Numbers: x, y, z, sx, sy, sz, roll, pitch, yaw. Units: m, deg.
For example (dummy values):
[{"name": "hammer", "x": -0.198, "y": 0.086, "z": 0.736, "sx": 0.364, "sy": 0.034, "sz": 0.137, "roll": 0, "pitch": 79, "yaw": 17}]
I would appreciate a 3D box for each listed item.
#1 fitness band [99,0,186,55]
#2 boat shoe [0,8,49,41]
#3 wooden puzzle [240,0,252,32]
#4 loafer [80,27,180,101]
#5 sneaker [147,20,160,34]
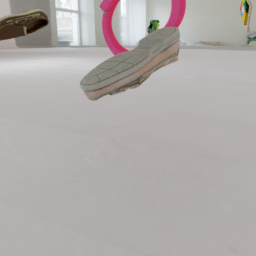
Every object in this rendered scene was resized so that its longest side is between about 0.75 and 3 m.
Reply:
[{"name": "fitness band", "x": 0.219, "y": -2.387, "z": 5.975, "sx": 2.197, "sy": 1.578, "sz": 0.411, "roll": -34, "pitch": 1, "yaw": 45}, {"name": "boat shoe", "x": -2.762, "y": -2.606, "z": 7.194, "sx": 1.521, "sy": 0.562, "sz": 0.563, "roll": -31, "pitch": 60, "yaw": -14}, {"name": "wooden puzzle", "x": 3.969, "y": -4.017, "z": 9.480, "sx": 0.217, "sy": 1.167, "sz": 1.080, "roll": -8, "pitch": 57, "yaw": 16}, {"name": "loafer", "x": 0.197, "y": -1.055, "z": 5.074, "sx": 2.319, "sy": 0.729, "sz": 0.834, "roll": -40, "pitch": 39, "yaw": -26}, {"name": "sneaker", "x": 0.685, "y": -2.878, "z": 8.439, "sx": 0.330, "sy": 0.774, "sz": 0.302, "roll": -5, "pitch": 33, "yaw": -28}]
